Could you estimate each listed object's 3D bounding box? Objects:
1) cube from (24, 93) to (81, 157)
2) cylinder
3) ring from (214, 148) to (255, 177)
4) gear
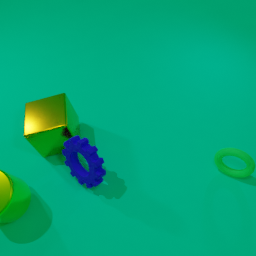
[{"bbox_3d":[-2.127,-0.065,8.011,1.202,1.202,1.202,-15,55,3],"label":"cube"},{"bbox_3d":[-3.121,1.660,6.751,1.182,1.182,1.182,-1,69,2],"label":"cylinder"},{"bbox_3d":[2.827,0.929,7.463,1.051,1.051,0.210,24,53,16],"label":"ring"},{"bbox_3d":[-1.156,0.882,7.239,1.381,1.381,0.255,37,43,23],"label":"gear"}]
